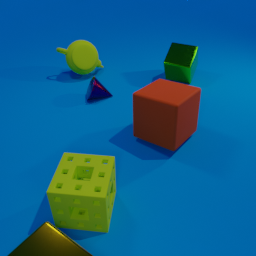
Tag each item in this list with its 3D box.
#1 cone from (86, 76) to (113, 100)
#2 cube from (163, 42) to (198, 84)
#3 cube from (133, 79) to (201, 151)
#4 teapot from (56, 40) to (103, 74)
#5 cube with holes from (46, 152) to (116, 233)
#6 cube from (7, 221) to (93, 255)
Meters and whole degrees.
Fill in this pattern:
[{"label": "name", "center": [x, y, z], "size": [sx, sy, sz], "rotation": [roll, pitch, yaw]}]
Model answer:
[{"label": "cone", "center": [-0.906, -1.240, 9.677], "size": [0.853, 0.850, 0.850], "rotation": [17, 32, -21]}, {"label": "cube", "center": [1.997, -2.426, 10.493], "size": [1.011, 1.011, 1.011], "rotation": [16, 68, 20]}, {"label": "cube", "center": [1.044, -0.411, 7.646], "size": [1.337, 1.337, 1.337], "rotation": [20, 37, 33]}, {"label": "teapot", "center": [-1.772, -2.710, 10.902], "size": [2.060, 1.281, 1.009], "rotation": [15, 2, -28]}, {"label": "cube with holes", "center": [-0.873, 1.303, 5.743], "size": [1.086, 1.086, 1.086], "rotation": [4, 37, 5]}, {"label": "cube", "center": [-1.116, 2.480, 3.969], "size": [1.334, 1.334, 1.334], "rotation": [24, 43, 28]}]
